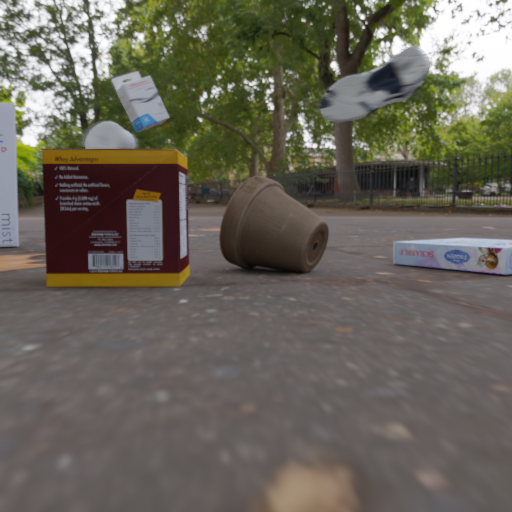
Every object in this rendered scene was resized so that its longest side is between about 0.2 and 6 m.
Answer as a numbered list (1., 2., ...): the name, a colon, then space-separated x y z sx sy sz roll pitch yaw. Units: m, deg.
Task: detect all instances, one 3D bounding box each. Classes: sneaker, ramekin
1. sneaker: 2.208 -2.979 10.138 1.989 0.794 1.294 -32 -8 23
2. ramekin: -2.933 -2.208 11.141 0.923 0.923 0.450 2 -17 19

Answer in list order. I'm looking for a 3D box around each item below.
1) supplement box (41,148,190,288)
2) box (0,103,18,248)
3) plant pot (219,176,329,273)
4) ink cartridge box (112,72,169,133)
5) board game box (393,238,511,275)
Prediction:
1. supplement box: -1.580 -0.449 6.544 1.495 1.515 1.006 0 5 -1
2. box: -6.573 -1.684 11.704 2.726 3.090 1.494 -3 6 -38
3. plant pot: 0.329 -0.322 7.627 1.150 1.319 1.319 22 15 27
4. ink cartridge box: -2.225 -3.013 10.758 0.635 1.096 0.366 -31 11 -32
5. board game box: 3.322 -0.027 8.280 1.814 0.374 1.819 -4 6 -36
